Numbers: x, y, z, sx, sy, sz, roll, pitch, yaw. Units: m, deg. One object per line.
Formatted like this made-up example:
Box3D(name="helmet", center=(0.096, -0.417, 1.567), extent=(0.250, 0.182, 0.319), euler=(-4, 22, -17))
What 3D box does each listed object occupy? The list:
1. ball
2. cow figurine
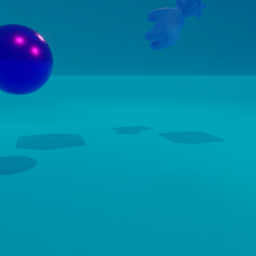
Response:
Box3D(name="ball", center=(-1.450, -0.886, 3.678), extent=(0.906, 0.906, 0.906), euler=(0, 12, 0))
Box3D(name="cow figurine", center=(1.007, -2.253, 5.845), extent=(1.209, 1.229, 0.674), euler=(-7, -31, 27))
